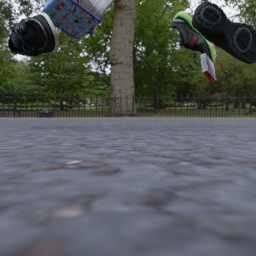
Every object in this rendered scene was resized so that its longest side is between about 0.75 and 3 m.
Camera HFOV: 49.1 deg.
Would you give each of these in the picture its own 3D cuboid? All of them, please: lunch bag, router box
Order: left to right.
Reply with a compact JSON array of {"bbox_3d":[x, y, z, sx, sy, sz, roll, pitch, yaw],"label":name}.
[{"bbox_3d":[-1.739,-3.592,9.013,1.266,0.791,1.681,-23,-47,39],"label":"lunch bag"},{"bbox_3d":[2.693,-2.008,9.397,0.186,0.763,0.685,-20,-36,34],"label":"router box"}]

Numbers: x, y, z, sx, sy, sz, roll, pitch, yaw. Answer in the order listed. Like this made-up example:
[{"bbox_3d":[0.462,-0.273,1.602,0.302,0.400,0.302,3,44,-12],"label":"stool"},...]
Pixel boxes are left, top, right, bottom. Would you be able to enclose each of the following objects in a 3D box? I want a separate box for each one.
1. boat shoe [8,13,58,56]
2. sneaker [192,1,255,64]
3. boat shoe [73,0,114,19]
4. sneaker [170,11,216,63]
[{"bbox_3d":[-2.736,-2.439,7.663,0.911,1.027,2.748,-29,28,-25],"label":"boat shoe"},{"bbox_3d":[2.991,-2.845,8.585,2.438,0.926,1.106,40,1,-3],"label":"sneaker"},{"bbox_3d":[-0.075,-3.406,6.219,2.819,0.941,1.037,-47,11,-18],"label":"boat shoe"},{"bbox_3d":[2.369,-3.146,10.072,0.907,2.164,0.830,-40,-4,28],"label":"sneaker"}]
